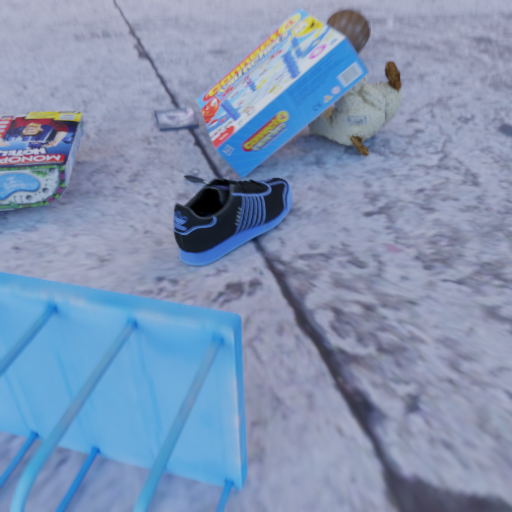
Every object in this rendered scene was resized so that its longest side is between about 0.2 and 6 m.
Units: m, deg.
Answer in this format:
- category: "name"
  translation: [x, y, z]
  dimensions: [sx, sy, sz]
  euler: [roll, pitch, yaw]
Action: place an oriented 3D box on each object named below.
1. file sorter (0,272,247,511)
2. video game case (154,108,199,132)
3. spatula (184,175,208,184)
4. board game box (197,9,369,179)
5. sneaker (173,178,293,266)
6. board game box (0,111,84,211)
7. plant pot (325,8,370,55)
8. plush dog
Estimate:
- category: "file sorter"
  translation: [-1.656, 1.436, 4.111]
  dimensions: [2.795, 1.939, 1.715]
  euler: [9, 37, 13]
- category: "video game case"
  translation: [-1.817, -3.100, 12.710]
  dimensions: [0.869, 0.115, 1.217]
  euler: [-8, 33, -11]
- category: "spatula"
  translation: [-0.825, -1.205, 9.664]
  dimensions: [0.412, 0.150, 1.459]
  euler: [19, 8, -44]
- category: "board game box"
  translation: [0.323, -3.226, 10.786]
  dimensions: [2.911, 0.814, 2.851]
  euler: [-39, 33, 12]
- category: "sneaker"
  translation: [-0.265, -0.778, 8.272]
  dimensions: [0.830, 0.922, 2.368]
  euler: [21, 42, 32]
- category: "board game box"
  translation: [-4.603, -1.309, 9.126]
  dimensions: [3.266, 1.007, 3.264]
  euler: [-4, 35, -7]
- category: "plant pot"
  translation: [2.583, -6.355, 16.763]
  dimensions: [1.419, 1.419, 1.518]
  euler: [10, 52, 15]
- category: "plush dog"
  translation: [2.262, -2.956, 11.334]
  dimensions: [1.713, 1.995, 1.600]
  euler: [-32, 78, -26]
